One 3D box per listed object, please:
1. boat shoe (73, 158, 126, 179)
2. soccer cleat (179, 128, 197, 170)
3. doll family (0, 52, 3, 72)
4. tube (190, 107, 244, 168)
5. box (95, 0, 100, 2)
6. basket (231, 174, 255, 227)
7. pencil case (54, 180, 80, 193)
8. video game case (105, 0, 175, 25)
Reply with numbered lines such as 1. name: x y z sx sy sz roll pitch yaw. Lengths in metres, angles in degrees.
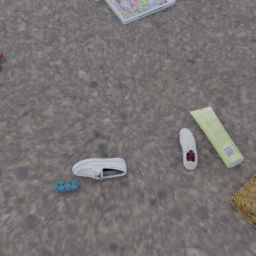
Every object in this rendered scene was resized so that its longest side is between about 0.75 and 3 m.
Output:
1. boat shoe: -0.887 1.312 8.761 1.691 0.622 0.553 -9 39 -4
2. soccer cleat: 2.026 0.605 9.183 0.531 0.656 1.521 -3 61 -1
3. doll family: -5.420 -2.698 11.021 0.716 0.520 1.154 -6 62 -3
4. tube: 3.026 0.228 9.488 0.598 0.669 2.304 -40 59 24
5. box: -0.846 -6.728 13.082 1.989 0.680 0.817 -30 66 -15
6. basket: 4.298 2.203 8.389 1.777 1.324 1.268 -38 101 -18
7. pencil case: -1.904 1.816 8.711 0.753 0.348 0.321 -7 51 -2
8. video game case: 0.526 -5.887 12.883 2.706 0.244 1.937 -27 65 -14
